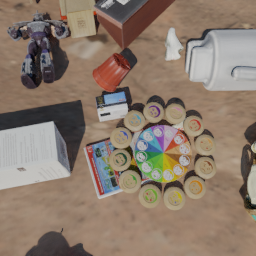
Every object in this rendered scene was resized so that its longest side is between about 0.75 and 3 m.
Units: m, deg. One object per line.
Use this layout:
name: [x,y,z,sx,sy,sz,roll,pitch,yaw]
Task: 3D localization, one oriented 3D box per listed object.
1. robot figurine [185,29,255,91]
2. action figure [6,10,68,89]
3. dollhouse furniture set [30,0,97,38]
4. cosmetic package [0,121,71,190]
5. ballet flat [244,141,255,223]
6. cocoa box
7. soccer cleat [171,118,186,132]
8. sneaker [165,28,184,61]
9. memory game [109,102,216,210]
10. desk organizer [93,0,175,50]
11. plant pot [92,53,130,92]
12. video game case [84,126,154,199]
robot figurine: [2.869,-1.730,7.188,2.684,1.516,2.276,0,36,0]
action figure: [-2.483,-2.392,7.852,1.671,0.891,2.568,-10,64,1]
dollhouse furniture set: [-1.668,-4.281,8.625,2.862,1.474,2.831,-11,55,-5]
cosmetic package: [-2.633,0.715,6.221,2.387,1.347,0.968,-13,66,-4]
ballet flat: [3.192,0.818,6.305,0.897,0.969,2.748,30,63,-25]
cocoa box: [-0.415,-0.545,7.213,0.764,0.510,0.501,-11,66,-5]
soccer cleat: [1.390,-0.081,7.164,0.809,0.280,0.314,-15,56,-10]
sneaker: [1.352,-2.417,8.149,0.528,0.414,1.064,6,75,-5]
memory game: [0.856,0.600,6.653,2.650,0.169,2.650,1,73,-5]
desk organizer: [0.389,-3.762,8.295,1.044,1.120,2.910,37,72,16]
plant pot: [-0.378,-1.427,6.995,0.756,0.735,0.756,30,38,-27]
video game case: [-0.021,0.801,6.813,1.834,0.160,1.311,-17,68,-8]
